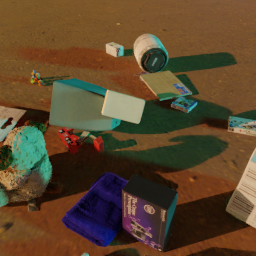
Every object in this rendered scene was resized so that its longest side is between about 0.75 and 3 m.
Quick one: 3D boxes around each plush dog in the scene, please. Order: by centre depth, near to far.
[{"bbox_3d":[-2.985,0.974,8.180,2.022,2.164,2.520,11,37,14],"label":"plush dog"}]

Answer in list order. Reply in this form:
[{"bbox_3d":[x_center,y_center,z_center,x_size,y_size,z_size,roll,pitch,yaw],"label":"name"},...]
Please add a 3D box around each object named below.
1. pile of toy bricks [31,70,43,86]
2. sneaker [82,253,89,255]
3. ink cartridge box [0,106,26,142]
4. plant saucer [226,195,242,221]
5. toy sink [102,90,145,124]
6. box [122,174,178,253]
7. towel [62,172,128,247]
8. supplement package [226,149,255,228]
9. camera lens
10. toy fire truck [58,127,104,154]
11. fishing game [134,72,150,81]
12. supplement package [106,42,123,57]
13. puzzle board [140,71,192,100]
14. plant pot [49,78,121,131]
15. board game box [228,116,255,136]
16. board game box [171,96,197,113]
[{"bbox_3d":[-4.827,-2.486,14.466,0.538,0.604,1.089,-41,52,9],"label":"pile of toy bricks"},{"bbox_3d":[-0.894,3.429,6.362,0.565,0.443,1.137,3,45,-7],"label":"sneaker"},{"bbox_3d":[-5.758,-0.125,11.152,2.717,0.681,2.203,10,36,2],"label":"ink cartridge box"},{"bbox_3d":[3.242,2.318,7.962,0.953,0.171,0.953,6,34,-4],"label":"plant saucer"},{"bbox_3d":[-0.174,-0.737,9.600,1.298,0.846,0.727,13,8,-9],"label":"toy sink"},{"bbox_3d":[0.511,2.136,6.979,1.205,1.708,0.674,16,39,22],"label":"box"},{"bbox_3d":[-0.657,2.164,7.924,1.553,0.521,2.103,18,40,25],"label":"towel"},{"bbox_3d":[3.807,1.469,7.548,1.349,1.835,1.755,27,37,25],"label":"supplement package"},{"bbox_3d":[1.237,-4.146,15.583,1.637,1.637,2.047,-6,41,-8],"label":"camera lens"},{"bbox_3d":[-1.768,0.420,10.442,1.199,0.415,1.701,-21,41,-26],"label":"toy fire truck"},{"bbox_3d":[1.221,-2.704,14.886,1.273,0.276,1.777,-26,44,-36],"label":"fishing game"},{"bbox_3d":[-0.853,-4.966,17.726,0.598,0.576,1.052,-27,43,-32],"label":"supplement package"},{"bbox_3d":[1.851,-2.158,14.064,1.757,0.203,2.332,-12,43,-19],"label":"puzzle board"},{"bbox_3d":[-1.481,-0.786,10.777,2.366,1.672,1.671,16,17,14],"label":"plant pot"},{"bbox_3d":[4.738,-0.065,11.265,1.335,0.231,0.843,12,38,16],"label":"board game box"},{"bbox_3d":[2.550,-1.079,12.711,0.866,0.179,0.868,23,42,29],"label":"board game box"}]
